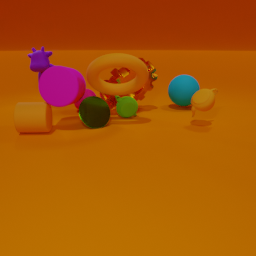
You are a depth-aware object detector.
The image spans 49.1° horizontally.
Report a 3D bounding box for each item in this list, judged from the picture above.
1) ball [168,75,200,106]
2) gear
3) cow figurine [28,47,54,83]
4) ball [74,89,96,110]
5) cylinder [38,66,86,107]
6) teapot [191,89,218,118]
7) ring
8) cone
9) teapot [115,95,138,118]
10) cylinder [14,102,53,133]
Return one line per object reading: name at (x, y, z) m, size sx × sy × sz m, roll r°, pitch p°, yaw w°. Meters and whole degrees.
ball at (2.034, -1.366, 10.221) m, size 1.141 × 1.141 × 1.141 m, roll 0°, pitch 17°, yaw 0°
gear at (0.042, -1.434, 9.507) m, size 2.040 × 2.040 × 0.377 m, roll -13°, pitch 58°, yaw -37°
cow figurine at (-3.064, -2.222, 10.698) m, size 0.953 × 1.709 × 1.736 m, roll -5°, pitch 17°, yaw 9°
ball at (-1.484, -0.957, 9.768) m, size 0.823 × 0.823 × 0.823 m, roll 0°, pitch 17°, yaw 0°
cylinder at (-1.768, -1.141, 7.694) m, size 1.054 × 1.054 × 1.054 m, roll 1°, pitch 9°, yaw 2°
teapot at (2.158, -0.737, 8.030) m, size 1.089 × 0.533 × 0.677 m, roll -44°, pitch 43°, yaw 3°
ring at (-0.289, -1.433, 7.734) m, size 1.725 × 0.345 × 1.725 m, roll -2°, pitch -25°, yaw -1°
cone at (-1.150, -0.363, 8.454) m, size 0.964 × 0.964 × 0.967 m, roll -9°, pitch -7°, yaw -27°
teapot at (-0.079, -0.738, 9.024) m, size 0.714 × 1.149 × 0.562 m, roll -42°, pitch 34°, yaw 11°
cylinder at (-2.530, -0.281, 7.547) m, size 0.820 × 0.820 × 0.820 m, roll -1°, pitch 17°, yaw -3°
